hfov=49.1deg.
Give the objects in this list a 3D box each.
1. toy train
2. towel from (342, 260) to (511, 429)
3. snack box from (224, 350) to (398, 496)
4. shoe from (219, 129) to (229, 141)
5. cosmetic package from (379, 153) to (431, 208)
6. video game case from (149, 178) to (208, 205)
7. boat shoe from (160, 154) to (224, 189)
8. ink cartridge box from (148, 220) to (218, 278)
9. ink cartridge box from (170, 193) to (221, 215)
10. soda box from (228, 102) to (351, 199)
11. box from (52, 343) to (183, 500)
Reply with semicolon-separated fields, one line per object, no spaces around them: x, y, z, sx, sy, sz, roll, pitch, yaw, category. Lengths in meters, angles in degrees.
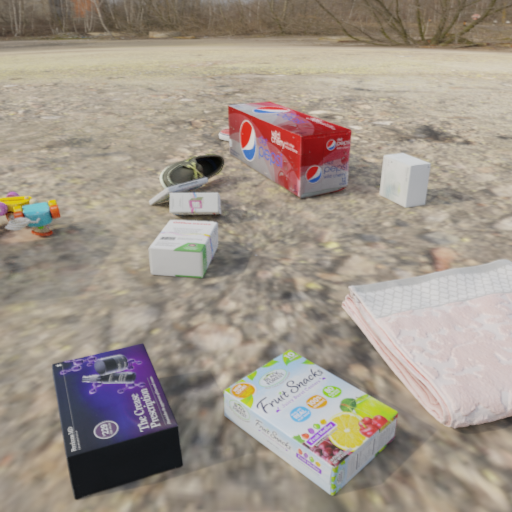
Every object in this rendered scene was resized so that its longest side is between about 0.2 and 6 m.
-4.710;-0.615;10.428;2.242;0.624;1.684;9;28;25;toy train
2.986;0.948;7.250;2.960;0.477;2.827;-8;27;-14;towel
0.542;1.649;5.843;1.065;0.397;1.497;-22;34;-39;snack box
-0.178;-3.948;17.015;1.928;0.877;0.689;3;26;7;shoe
3.206;-1.645;12.126;0.573;0.929;0.931;-11;27;-24;cosmetic package
-1.645;-1.356;11.825;0.963;0.116;1.056;-20;1;-33;video game case
-1.431;-1.934;12.771;0.571;0.683;1.912;-24;5;37;boat shoe
-1.191;-0.141;9.461;0.885;0.513;1.223;4;26;8;ink cartridge box
-1.201;-1.035;11.204;0.971;0.411;0.702;1;1;-1;ink cartridge box
0.668;-2.795;13.920;1.327;1.465;4.185;-11;27;-22;soda box
-1.471;1.611;5.753;1.041;0.582;1.475;-13;29;-20;box
